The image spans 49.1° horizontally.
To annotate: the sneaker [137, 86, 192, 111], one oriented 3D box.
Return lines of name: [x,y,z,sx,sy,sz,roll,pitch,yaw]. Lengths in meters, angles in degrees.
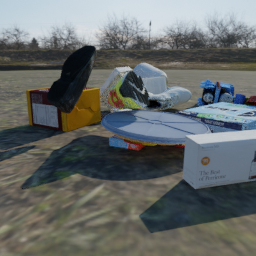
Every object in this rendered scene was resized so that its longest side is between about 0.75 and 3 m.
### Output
sneaker: [1.619,-1.151,12.290,2.650,0.987,1.154,-13,23,-11]

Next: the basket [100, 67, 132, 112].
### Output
basket: [-0.352,-1.623,12.016,1.063,1.723,1.168,49,33,13]

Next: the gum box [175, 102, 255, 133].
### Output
gum box: [3.373,-0.278,9.279,2.806,0.625,2.384,-12,19,-39]

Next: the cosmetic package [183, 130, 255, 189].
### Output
cosmetic package: [2.216,0.555,5.505,2.225,0.918,0.563,-5,15,-16]

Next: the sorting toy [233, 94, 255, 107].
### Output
sorting toy: [4.735,-0.725,10.939,1.333,0.911,2.218,15,2,-2]

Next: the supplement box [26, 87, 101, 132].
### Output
supplement box: [-2.251,-0.775,9.974,1.859,1.235,1.834,9,17,30]

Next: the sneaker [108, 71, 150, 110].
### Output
sneaker: [-0.077,-0.949,8.407,1.227,1.062,2.718,-23,2,10]

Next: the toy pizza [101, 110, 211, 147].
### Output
toy pizza: [0.734,0.042,7.593,2.937,0.465,2.937,4,16,-1]

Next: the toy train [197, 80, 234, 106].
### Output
toy train: [4.187,-1.585,13.252,1.637,1.242,2.865,10,17,14]

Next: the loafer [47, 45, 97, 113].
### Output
loafer: [-1.577,-1.502,8.481,0.831,2.282,0.825,20,-20,28]

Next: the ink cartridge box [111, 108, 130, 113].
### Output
ink cartridge box: [-0.292,-0.583,11.043,0.565,0.325,0.965,-14,20,-43]

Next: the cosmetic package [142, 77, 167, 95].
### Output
cosmetic package: [0.957,-1.825,13.831,0.861,1.226,2.416,-3,9,39]

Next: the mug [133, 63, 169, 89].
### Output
mug: [1.670,-3.082,17.901,2.366,1.895,1.942,-18,30,-33]

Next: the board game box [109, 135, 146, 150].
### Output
board game box: [0.144,0.288,7.869,0.898,0.237,1.174,7,16,27]
